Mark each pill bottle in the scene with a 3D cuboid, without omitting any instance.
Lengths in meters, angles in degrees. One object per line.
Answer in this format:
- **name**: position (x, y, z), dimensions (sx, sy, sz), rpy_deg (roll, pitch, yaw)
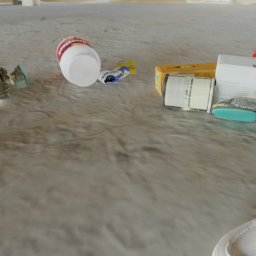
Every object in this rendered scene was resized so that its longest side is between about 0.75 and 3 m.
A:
- **pill bottle**: position (-1.869, -2.529, 10.639), dimensions (1.468, 1.468, 2.599), rpy_deg (-9, 30, -15)

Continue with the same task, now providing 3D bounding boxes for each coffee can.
- **coffee can**: position (1.779, -1.044, 8.364), dimensions (1.414, 1.035, 1.035), rpy_deg (8, 30, 14)

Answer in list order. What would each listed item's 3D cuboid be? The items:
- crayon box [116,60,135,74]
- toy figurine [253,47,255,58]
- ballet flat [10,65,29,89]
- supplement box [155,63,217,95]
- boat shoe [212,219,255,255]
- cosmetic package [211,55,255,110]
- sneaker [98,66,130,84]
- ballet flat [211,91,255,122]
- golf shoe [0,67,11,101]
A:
- **crayon box**: position (-0.100, -2.555, 11.898), dimensions (0.797, 0.319, 1.255), rpy_deg (0, 28, 0)
- **toy figurine**: position (4.801, -1.457, 8.879), dimensions (1.618, 1.424, 2.700), rpy_deg (11, 31, 8)
- **ballet flat**: position (-4.162, -1.945, 10.522), dimensions (0.578, 0.612, 1.815), rpy_deg (-22, 33, -16)
- **supplement box**: position (2.341, -1.729, 9.805), dimensions (2.699, 0.928, 0.898), rpy_deg (-2, 28, -7)
- **boat shoe**: position (2.345, 1.421, 3.982), dimensions (2.603, 0.892, 0.937), rpy_deg (-9, 29, -17)
- **cosmetic package**: position (3.209, -1.318, 8.412), dimensions (1.196, 1.450, 1.195), rpy_deg (8, 29, 13)
- **sneaker**: position (-0.467, -1.978, 10.783), dimensions (1.354, 0.510, 0.597), rpy_deg (-19, 45, -20)
- **ballet flat**: position (3.576, -0.519, 7.507), dimensions (2.519, 0.906, 0.906), rpy_deg (13, 31, 16)
- **golf shoe**: position (-4.729, -1.383, 9.456), dimensions (1.252, 1.008, 2.575), rpy_deg (-32, 35, -2)
